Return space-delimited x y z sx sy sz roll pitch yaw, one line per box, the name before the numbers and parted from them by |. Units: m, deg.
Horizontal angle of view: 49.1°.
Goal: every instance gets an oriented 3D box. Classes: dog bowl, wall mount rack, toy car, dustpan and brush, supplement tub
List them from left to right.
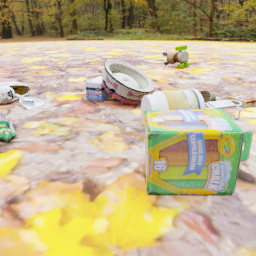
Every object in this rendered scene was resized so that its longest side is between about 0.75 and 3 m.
dustpan and brush | -4.761 -1.289 13.027 1.483 0.424 1.035 13 25 29
dog bowl | -0.089 -2.147 13.322 2.583 0.952 2.583 22 33 -15
supplement tub | 1.586 -0.651 10.091 1.969 1.424 1.424 -6 23 -15
toy car | 3.741 -5.663 22.622 2.021 1.660 1.594 2 18 40
wall mount rack | 3.654 -0.797 11.572 1.860 0.693 1.616 -7 26 -17

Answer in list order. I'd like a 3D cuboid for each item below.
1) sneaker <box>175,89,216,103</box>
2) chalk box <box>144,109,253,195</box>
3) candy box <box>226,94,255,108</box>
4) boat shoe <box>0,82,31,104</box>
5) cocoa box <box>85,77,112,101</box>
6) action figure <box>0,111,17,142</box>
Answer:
sneaker | 2.930 -1.326 12.792 2.297 0.770 1.031 6 1 43
chalk box | 1.748 0.529 6.859 2.643 1.644 1.636 -1 22 2
candy box | 5.305 -1.290 13.154 0.713 0.345 1.222 -12 23 -25
boat shoe | -5.835 -1.636 13.205 1.038 1.054 2.972 8 16 25
cocoa box | -1.375 -1.981 14.087 0.937 0.922 1.405 10 24 23
action figure | -4.450 -0.035 9.800 1.259 0.583 2.131 -12 28 -35
